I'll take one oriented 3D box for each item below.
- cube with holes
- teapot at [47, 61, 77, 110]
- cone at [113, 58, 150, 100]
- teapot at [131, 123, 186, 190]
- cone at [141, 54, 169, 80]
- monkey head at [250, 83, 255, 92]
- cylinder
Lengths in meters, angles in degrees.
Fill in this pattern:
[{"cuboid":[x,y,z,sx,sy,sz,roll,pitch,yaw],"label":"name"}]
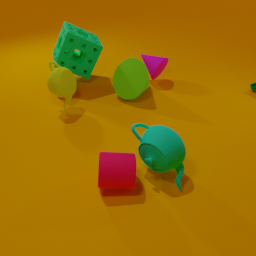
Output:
[{"cuboid":[-1.782,-2.693,9.729,1.250,1.250,1.250,16,29,-28],"label":"cube with holes"},{"cuboid":[-1.998,-1.276,8.344,0.722,1.475,0.917,-10,15,32],"label":"teapot"},{"cuboid":[0.416,-1.541,9.449,1.337,1.337,1.342,26,12,31],"label":"cone"},{"cuboid":[0.720,0.556,6.148,1.736,1.080,0.850,48,56,3],"label":"teapot"},{"cuboid":[0.806,-2.384,10.079,0.929,0.925,0.925,40,48,12],"label":"cone"},{"cuboid":[4.454,-1.429,9.261,0.825,1.146,0.691,-24,7,34],"label":"monkey head"},{"cuboid":[-0.247,0.905,5.980,0.762,0.762,0.762,3,36,-6],"label":"cylinder"}]
